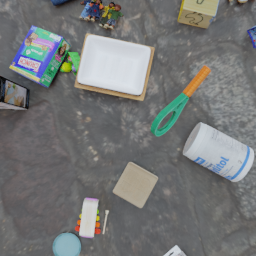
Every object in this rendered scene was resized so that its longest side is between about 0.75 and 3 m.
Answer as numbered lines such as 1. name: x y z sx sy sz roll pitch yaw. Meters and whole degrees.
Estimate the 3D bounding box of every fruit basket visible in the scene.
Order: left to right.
1. fruit basket: -2.212 -2.426 10.741 0.870 0.627 0.870 3 79 -16

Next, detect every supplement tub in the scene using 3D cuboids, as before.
1. supplement tub: 3.231 0.870 10.102 2.129 1.405 1.405 27 87 2

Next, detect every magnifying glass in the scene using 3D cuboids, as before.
1. magnifying glass: 1.606 -0.784 8.561 0.287 1.022 2.567 42 101 27

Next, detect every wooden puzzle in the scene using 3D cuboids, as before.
1. wooden puzzle: 0.282 2.137 10.593 1.271 0.318 1.373 29 92 2

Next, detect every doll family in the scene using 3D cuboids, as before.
1. doll family: -1.040 -4.525 10.768 1.906 0.748 1.101 23 94 3

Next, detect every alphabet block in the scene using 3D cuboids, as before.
1. alphabet block: 2.666 -4.641 10.542 1.225 1.197 1.203 13 85 2

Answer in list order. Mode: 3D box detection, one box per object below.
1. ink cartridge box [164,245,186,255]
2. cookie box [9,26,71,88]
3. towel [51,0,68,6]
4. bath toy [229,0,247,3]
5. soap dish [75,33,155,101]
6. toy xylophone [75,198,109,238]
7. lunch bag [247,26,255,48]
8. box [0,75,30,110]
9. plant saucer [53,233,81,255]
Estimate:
1. ink cartridge box: 1.982 5.198 10.302 0.841 0.492 1.449 -40 87 -2
2. cookie box: -3.274 -2.661 10.441 1.577 0.693 1.844 26 87 21
3. towel: -1.934 -5.968 10.859 2.882 0.700 1.609 -25 90 -2
4. bath toy: 4.823 -5.304 10.843 1.797 0.664 0.782 -7 87 -1
5. soap dish: -0.489 -2.215 10.454 2.593 1.053 2.040 12 87 0
6. toy xylophone: -1.324 3.416 10.462 1.108 0.380 1.513 15 87 1
7. lunch bag: 5.431 -3.763 10.194 1.322 1.756 0.826 -21 87 -1
8. box: -4.646 -1.200 9.506 1.651 2.831 0.851 3 88 1
9. plant saucer: -2.286 4.456 10.523 1.053 0.144 1.053 0 87 -1
